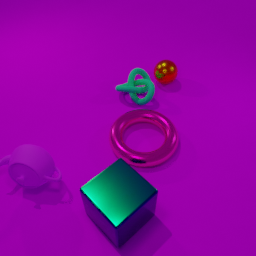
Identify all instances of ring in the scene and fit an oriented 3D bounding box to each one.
[{"bbox_3d":[0.468,0.244,8.430,2.099,0.420,2.099,0,50,0],"label":"ring"}]

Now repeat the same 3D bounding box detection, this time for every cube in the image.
[{"bbox_3d":[-0.199,1.745,6.559,1.257,1.257,1.257,-35,57,-27],"label":"cube"}]

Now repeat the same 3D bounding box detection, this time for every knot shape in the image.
[{"bbox_3d":[0.380,-1.378,9.689,1.397,0.645,1.307,-32,59,-19],"label":"knot shape"}]

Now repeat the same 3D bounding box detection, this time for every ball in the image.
[{"bbox_3d":[1.373,-2.045,10.207,0.890,0.890,0.890,0,48,0],"label":"ball"}]

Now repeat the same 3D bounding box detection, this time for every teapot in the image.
[{"bbox_3d":[-2.560,1.023,7.106,1.893,1.177,0.927,13,35,6],"label":"teapot"}]
